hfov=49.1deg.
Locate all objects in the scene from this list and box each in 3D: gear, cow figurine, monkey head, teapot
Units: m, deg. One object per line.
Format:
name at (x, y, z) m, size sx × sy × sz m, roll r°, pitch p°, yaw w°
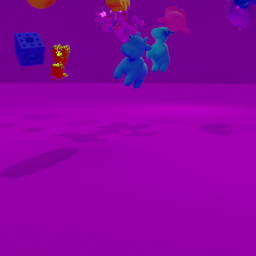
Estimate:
gear at (-0.303, -3.633, 6.377) m, size 0.330 × 1.783 × 1.783 m, roll -1°, pitch 9°, yaw 14°
cow figurine at (-0.301, -3.194, 8.246) m, size 0.754 × 1.352 × 1.374 m, roll -46°, pitch 5°, yaw -21°
monkey head at (1.403, -3.319, 8.770) m, size 1.149 × 0.692 × 0.827 m, roll 14°, pitch -14°, yaw -20°
teapot at (4.023, -4.128, 10.097) m, size 0.841 × 1.068 × 1.718 m, roll -3°, pitch -29°, yaw 38°
cow figurine at (1.147, -2.746, 9.672) m, size 0.735 × 1.339 × 1.317 m, roll 8°, pitch 54°, yaw 32°
cow figurine at (-2.186, -2.125, 9.098) m, size 0.602 × 1.078 × 1.096 m, roll 5°, pitch 19°, yaw -1°
cow figurine at (0.256, -2.220, 9.357) m, size 0.937 × 1.680 × 1.708 m, roll 37°, pitch 15°, yaw 22°

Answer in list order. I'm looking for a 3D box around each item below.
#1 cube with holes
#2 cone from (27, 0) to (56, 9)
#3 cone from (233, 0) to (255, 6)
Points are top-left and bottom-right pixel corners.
cube with holes at (-3.454, -2.758, 9.809) m, size 0.794 × 0.794 × 0.794 m, roll -14°, pitch 61°, yaw -30°
cone at (-2.311, -3.608, 6.897) m, size 0.929 × 0.929 × 0.933 m, roll -11°, pitch 50°, yaw -46°
cone at (4.152, -4.280, 9.265) m, size 0.908 × 0.905 × 0.905 m, roll 15°, pitch 0°, yaw -34°
